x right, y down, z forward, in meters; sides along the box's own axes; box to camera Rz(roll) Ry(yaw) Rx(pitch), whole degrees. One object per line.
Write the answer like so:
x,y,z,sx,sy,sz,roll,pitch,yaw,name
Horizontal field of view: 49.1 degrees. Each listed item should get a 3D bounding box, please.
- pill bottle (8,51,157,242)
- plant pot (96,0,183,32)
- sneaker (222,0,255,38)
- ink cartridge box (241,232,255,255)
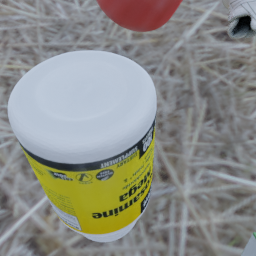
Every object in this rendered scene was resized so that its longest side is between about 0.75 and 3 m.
-0.403,0.477,3.667,1.472,2.618,1.472,-1,49,2,pill bottle
0.432,-2.879,4.767,1.889,1.671,1.889,2,84,-19,plant pot
2.261,-2.313,5.502,0.834,2.141,1.064,36,107,-23,sneaker
2.468,2.204,3.928,1.410,1.030,0.594,19,104,1,ink cartridge box
